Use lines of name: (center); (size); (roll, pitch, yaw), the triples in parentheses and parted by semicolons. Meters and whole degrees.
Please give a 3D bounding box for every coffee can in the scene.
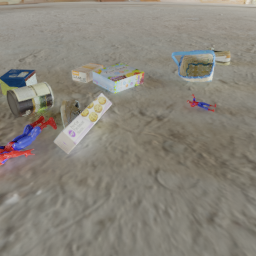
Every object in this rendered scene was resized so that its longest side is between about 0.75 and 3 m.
coffee can: (-3.570, -1.059, 10.285); (1.388, 1.016, 1.016); (-23, 37, -34)

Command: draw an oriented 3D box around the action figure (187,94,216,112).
action figure: (2.735, -0.960, 10.608); (1.098, 0.543, 0.358); (16, 70, 29)

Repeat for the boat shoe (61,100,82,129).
boat shoe: (-1.924, -0.517, 9.687); (0.692, 0.678, 1.943); (-9, 29, -6)

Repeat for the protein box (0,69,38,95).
protein box: (-4.711, -1.993, 12.146); (1.150, 0.781, 1.158); (2, 30, 4)

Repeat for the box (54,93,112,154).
box: (-1.337, -0.252, 9.002); (0.590, 0.551, 2.850); (43, 34, -6)

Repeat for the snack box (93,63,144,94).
snack box: (-0.442, -2.327, 12.847); (1.842, 0.623, 1.554); (-24, 41, -36)

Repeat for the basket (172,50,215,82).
basket: (2.963, -2.833, 12.356); (1.740, 1.373, 1.973); (6, -10, 24)

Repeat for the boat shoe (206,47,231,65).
boat shoe: (4.696, -4.185, 15.943); (2.293, 0.784, 0.857); (18, 34, 28)

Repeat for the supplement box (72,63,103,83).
supplement box: (-1.936, -2.693, 13.624); (0.874, 0.510, 1.387); (17, 34, 29)

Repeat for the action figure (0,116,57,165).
action figure: (-3.167, 0.509, 8.010); (0.825, 0.652, 2.522); (14, 37, 33)
